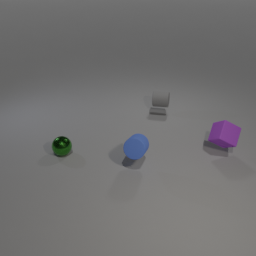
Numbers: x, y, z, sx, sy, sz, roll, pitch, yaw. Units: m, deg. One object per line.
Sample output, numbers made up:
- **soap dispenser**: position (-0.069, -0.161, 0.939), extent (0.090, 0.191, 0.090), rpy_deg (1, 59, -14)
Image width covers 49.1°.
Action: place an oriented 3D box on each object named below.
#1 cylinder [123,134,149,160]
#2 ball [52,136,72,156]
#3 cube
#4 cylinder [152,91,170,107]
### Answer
- **cylinder**: position (0.272, 0.582, 8.938), extent (0.700, 0.700, 0.700), rpy_deg (7, 12, 13)
- **ball**: position (-2.333, 0.633, 9.883), extent (0.700, 0.700, 0.700), rpy_deg (0, 29, 0)
- **cube**: position (3.300, 0.219, 9.589), extent (0.700, 0.700, 0.700), rpy_deg (25, -14, -14)
- **cylinder**: position (1.468, -1.286, 12.460), extent (0.700, 0.700, 0.700), rpy_deg (5, 29, 13)
